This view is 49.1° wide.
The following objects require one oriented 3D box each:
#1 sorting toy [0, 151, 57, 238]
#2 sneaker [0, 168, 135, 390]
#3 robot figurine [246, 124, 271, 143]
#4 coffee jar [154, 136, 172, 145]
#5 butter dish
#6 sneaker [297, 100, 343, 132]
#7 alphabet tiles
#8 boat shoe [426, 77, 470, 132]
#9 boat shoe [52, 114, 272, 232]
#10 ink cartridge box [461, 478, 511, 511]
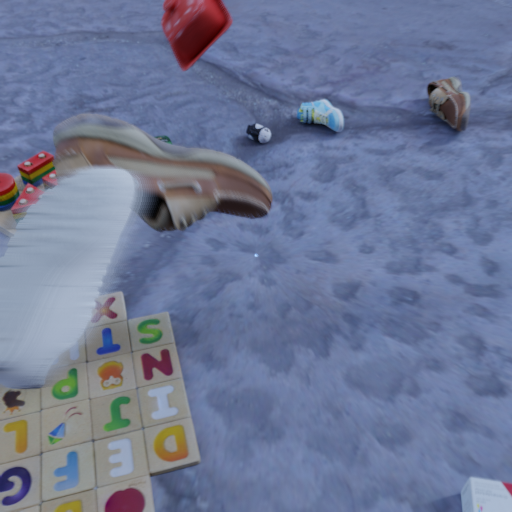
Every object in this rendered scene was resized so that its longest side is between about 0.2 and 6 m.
[{"bbox_3d":[-4.238,-1.213,10.749,1.883,0.655,1.872,25,49,24],"label":"sorting toy"},{"bbox_3d":[-1.816,0.164,5.310,0.859,0.905,2.248,20,69,30],"label":"sneaker"},{"bbox_3d":[0.055,-2.772,12.630,0.584,0.364,0.439,29,62,28],"label":"robot figurine"},{"bbox_3d":[-1.908,-2.027,11.734,0.616,0.504,1.182,-18,46,-18],"label":"coffee jar"},{"bbox_3d":[-1.085,-3.665,8.655,1.123,0.832,1.126,-38,50,20],"label":"butter dish"},{"bbox_3d":[1.440,-3.193,12.989,0.858,0.523,1.314,-11,35,-14],"label":"sneaker"},{"bbox_3d":[-2.600,2.057,7.650,3.245,0.123,3.900,-10,44,-11],"label":"alphabet tiles"},{"bbox_3d":[4.477,-3.549,13.198,0.810,0.854,2.256,1,34,6],"label":"boat shoe"},{"bbox_3d":[-1.041,-0.750,6.628,2.778,1.052,0.997,12,73,-31],"label":"boat shoe"},{"bbox_3d":[2.780,3.136,6.272,0.771,0.438,1.058,6,44,7],"label":"ink cartridge box"}]
